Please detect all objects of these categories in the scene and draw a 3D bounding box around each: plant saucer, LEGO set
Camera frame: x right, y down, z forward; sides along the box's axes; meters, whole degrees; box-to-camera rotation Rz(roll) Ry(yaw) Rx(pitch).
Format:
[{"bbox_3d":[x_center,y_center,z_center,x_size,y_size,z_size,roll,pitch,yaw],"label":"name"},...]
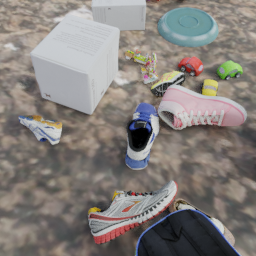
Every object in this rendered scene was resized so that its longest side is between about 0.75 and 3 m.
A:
[{"bbox_3d":[2.845,-4.872,13.193,2.887,0.396,2.887,0,55,0],"label":"plant saucer"},{"bbox_3d":[0.668,-2.784,11.444,0.963,0.779,2.093,-21,57,-14],"label":"LEGO set"}]

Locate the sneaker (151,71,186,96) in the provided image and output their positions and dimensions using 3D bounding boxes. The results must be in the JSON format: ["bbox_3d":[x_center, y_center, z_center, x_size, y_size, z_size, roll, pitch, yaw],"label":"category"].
[{"bbox_3d":[1.458,-1.765,10.903,1.573,0.615,0.710,-28,47,-22],"label":"sneaker"}]

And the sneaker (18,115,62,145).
[{"bbox_3d":[-3.041,0.047,9.454,1.828,0.806,0.688,16,17,30],"label":"sneaker"}]

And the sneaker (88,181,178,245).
[{"bbox_3d":[0.122,2.040,7.414,2.619,1.019,1.076,-27,76,-2],"label":"sneaker"}]

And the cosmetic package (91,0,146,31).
[{"bbox_3d":[-0.398,-5.305,12.920,2.397,1.352,0.972,-2,55,1],"label":"cosmetic package"}]

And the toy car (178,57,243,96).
[{"bbox_3d":[3.528,-2.249,11.195,2.354,0.558,2.501,-16,56,-11],"label":"toy car"}]

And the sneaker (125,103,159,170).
[{"bbox_3d":[0.523,0.000,9.067,0.983,1.405,2.433,10,55,6],"label":"sneaker"}]

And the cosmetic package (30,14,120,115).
[{"bbox_3d":[-1.767,-2.321,10.188,2.127,2.140,2.558,20,56,10],"label":"cosmetic package"}]

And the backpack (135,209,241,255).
[{"bbox_3d":[1.373,3.378,6.353,2.305,1.851,2.518,-24,54,-15],"label":"backpack"}]

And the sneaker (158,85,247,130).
[{"bbox_3d":[2.385,-0.406,9.561,2.917,1.098,1.525,22,56,21],"label":"sneaker"}]

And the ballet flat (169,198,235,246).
[{"bbox_3d":[2.012,2.587,7.667,1.988,0.669,0.677,27,60,18],"label":"ballet flat"}]
